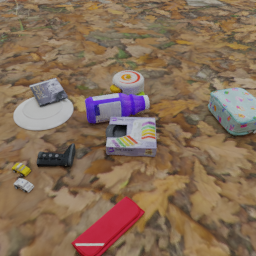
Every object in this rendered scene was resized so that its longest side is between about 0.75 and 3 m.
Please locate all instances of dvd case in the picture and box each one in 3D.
[{"bbox_3d":[-3.660,-1.676,12.843,1.314,0.141,1.767,-21,45,-20],"label":"dvd case"}]

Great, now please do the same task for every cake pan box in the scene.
[{"bbox_3d":[0.114,0.291,10.788,1.936,0.506,1.783,3,39,3],"label":"cake pan box"}]

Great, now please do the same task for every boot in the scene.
[{"bbox_3d":[-2.588,0.963,10.128,1.247,0.409,1.028,-2,39,4],"label":"boot"}]

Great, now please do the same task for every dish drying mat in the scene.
[{"bbox_3d":[-0.523,2.856,8.081,0.836,0.198,2.176,32,51,32],"label":"dish drying mat"}]

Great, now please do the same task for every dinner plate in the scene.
[{"bbox_3d":[-3.688,-0.821,12.218,2.558,0.310,2.558,1,40,-1],"label":"dinner plate"}]

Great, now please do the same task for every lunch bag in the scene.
[{"bbox_3d":[4.630,-0.713,11.605,1.895,0.911,2.363,-10,42,-15],"label":"lunch bag"}]

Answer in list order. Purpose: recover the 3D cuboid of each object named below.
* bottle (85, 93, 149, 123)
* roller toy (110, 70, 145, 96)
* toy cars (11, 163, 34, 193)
[{"bbox_3d":[-0.435,-0.891,11.662,2.620,1.094,0.855,-10,41,-9],"label":"bottle"},{"bbox_3d":[-0.004,-1.940,12.855,1.574,1.100,1.436,2,41,2],"label":"roller toy"},{"bbox_3d":[-3.576,1.608,9.422,0.620,0.306,1.383,-16,44,-17],"label":"toy cars"}]
